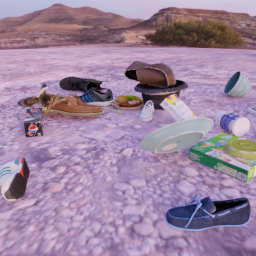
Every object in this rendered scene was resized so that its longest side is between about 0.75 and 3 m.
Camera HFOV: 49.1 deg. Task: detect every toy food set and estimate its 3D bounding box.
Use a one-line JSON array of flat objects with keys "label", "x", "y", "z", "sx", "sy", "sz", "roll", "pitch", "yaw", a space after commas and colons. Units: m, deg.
[{"label": "toy food set", "x": -0.055, "y": -1.234, "z": 13.395, "sx": 1.550, "sy": 0.451, "sz": 2.245, "roll": 18, "pitch": 27, "yaw": 40}]

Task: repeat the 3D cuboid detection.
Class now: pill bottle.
[{"label": "pill bottle", "x": 3.773, "y": -0.206, "z": 10.264, "sx": 0.716, "sy": 0.716, "sz": 1.196, "roll": -7, "pitch": 21, "yaw": -18}]

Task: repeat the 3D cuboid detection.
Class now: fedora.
[{"label": "fedora", "x": 1.559, "y": -1.527, "z": 13.162, "sx": 2.521, "sy": 1.151, "sz": 2.521, "roll": -4, "pitch": 21, "yaw": 2}]

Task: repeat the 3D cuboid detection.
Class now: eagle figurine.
[{"label": "eagle figurine", "x": -3.541, "y": -1.182, "z": 11.305, "sx": 1.709, "sy": 1.290, "sz": 1.297, "roll": 26, "pitch": 13, "yaw": 30}]

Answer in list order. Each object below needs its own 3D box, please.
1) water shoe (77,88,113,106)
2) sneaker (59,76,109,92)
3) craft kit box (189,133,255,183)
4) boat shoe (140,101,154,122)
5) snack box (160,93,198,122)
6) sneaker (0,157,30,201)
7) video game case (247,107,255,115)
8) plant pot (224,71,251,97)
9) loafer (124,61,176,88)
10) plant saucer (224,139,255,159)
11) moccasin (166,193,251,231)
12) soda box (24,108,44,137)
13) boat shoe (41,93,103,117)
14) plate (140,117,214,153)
[{"label": "water shoe", "x": -1.822, "y": -1.553, "z": 13.647, "sx": 2.211, "sy": 0.872, "sz": 0.790, "roll": 0, "pitch": 20, "yaw": 0}, {"label": "sneaker", "x": -2.563, "y": -2.525, "z": 16.298, "sx": 2.803, "sy": 0.842, "sz": 1.462, "roll": -2, "pitch": 15, "yaw": -14}, {"label": "craft kit box", "x": 3.051, "y": 0.767, "z": 8.117, "sx": 1.812, "sy": 0.445, "sz": 1.835, "roll": -14, "pitch": 25, "yaw": -40}, {"label": "boat shoe", "x": 0.821, "y": -0.761, "z": 11.900, "sx": 0.537, "sy": 0.528, "sz": 1.514, "roll": 2, "pitch": 26, "yaw": 17}, {"label": "snack box", "x": 1.939, "y": -0.650, "z": 10.623, "sx": 1.320, "sy": 0.350, "sz": 0.939, "roll": 48, "pitch": 39, "yaw": 8}, {"label": "sneaker", "x": -2.874, "y": 1.266, "z": 6.667, "sx": 0.774, "sy": 0.583, "sz": 1.656, "roll": -14, "pitch": 21, "yaw": -5}, {"label": "video game case", "x": 6.430, "y": -0.619, "z": 12.116, "sx": 1.801, "sy": 0.210, "sz": 1.638, "roll": -5, "pitch": 21, "yaw": -10}, {"label": "plant pot", "x": 5.997, "y": -2.237, "z": 15.120, "sx": 0.926, "sy": 1.382, "sz": 1.382, "roll": 28, "pitch": 20, "yaw": -6}, {"label": "loafer", "x": 0.929, "y": -2.331, "z": 12.846, "sx": 1.044, "sy": 1.074, "sz": 2.942, "roll": -36, "pitch": 34, "yaw": -26}, {"label": "plant saucer", "x": 3.297, "y": 0.552, "z": 7.890, "sx": 1.133, "sy": 0.176, "sz": 1.133, "roll": 1, "pitch": 21, "yaw": 0}, {"label": "moccasin", "x": 1.582, "y": 1.602, "z": 5.586, "sx": 1.690, "sy": 0.576, "sz": 0.680, "roll": -4, "pitch": 21, "yaw": -10}, {"label": "soda box", "x": -3.534, "y": -0.246, "z": 10.576, "sx": 0.635, "sy": 0.568, "sz": 1.794, "roll": -6, "pitch": 21, "yaw": -15}, {"label": "boat shoe", "x": -2.392, "y": -0.996, "z": 11.815, "sx": 2.756, "sy": 0.937, "sz": 0.991, "roll": 4, "pitch": 5, "yaw": 6}, {"label": "plate", "x": 1.367, "y": 0.317, "z": 7.730, "sx": 2.119, "sy": 0.271, "sz": 2.119, "roll": -14, "pitch": -22, "yaw": -6}]
